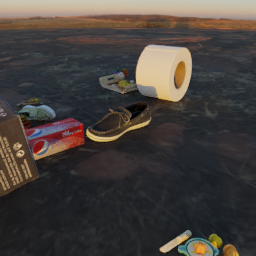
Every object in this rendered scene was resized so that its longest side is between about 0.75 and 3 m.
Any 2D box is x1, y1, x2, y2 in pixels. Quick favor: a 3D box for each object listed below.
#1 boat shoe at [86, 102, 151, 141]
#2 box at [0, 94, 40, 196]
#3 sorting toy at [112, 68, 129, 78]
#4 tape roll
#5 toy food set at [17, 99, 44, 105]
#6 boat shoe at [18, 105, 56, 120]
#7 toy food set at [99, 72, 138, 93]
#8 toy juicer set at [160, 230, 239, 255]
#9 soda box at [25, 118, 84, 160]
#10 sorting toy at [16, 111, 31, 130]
[{"bbox_3d":[-0.235,-0.256,8.557,2.368,0.737,0.883,-21,43,-33],"label":"boat shoe"},{"bbox_3d":[-3.661,0.300,5.336,2.758,1.619,2.712,-29,46,-29],"label":"box"},{"bbox_3d":[-0.455,-3.021,15.245,1.011,0.415,0.607,-17,29,-32],"label":"sorting toy"},{"bbox_3d":[1.492,-2.244,11.413,1.472,2.144,2.144,15,28,32],"label":"tape roll"},{"bbox_3d":[-3.818,-1.030,10.915,0.964,0.193,0.665,-6,10,-11],"label":"toy food set"},{"bbox_3d":[-3.112,-0.449,9.527,1.529,0.550,0.474,5,38,34],"label":"boat shoe"},{"bbox_3d":[-0.223,-2.194,13.191,1.387,0.584,1.933,-21,31,-38],"label":"toy food set"},{"bbox_3d":[1.189,1.873,4.462,1.165,0.317,0.741,14,28,30],"label":"toy juicer set"},{"bbox_3d":[-2.195,0.316,7.545,1.986,0.630,0.695,-20,31,-36],"label":"soda box"},{"bbox_3d":[-3.666,-0.237,8.995,1.098,0.451,0.660,0,24,1],"label":"sorting toy"}]
